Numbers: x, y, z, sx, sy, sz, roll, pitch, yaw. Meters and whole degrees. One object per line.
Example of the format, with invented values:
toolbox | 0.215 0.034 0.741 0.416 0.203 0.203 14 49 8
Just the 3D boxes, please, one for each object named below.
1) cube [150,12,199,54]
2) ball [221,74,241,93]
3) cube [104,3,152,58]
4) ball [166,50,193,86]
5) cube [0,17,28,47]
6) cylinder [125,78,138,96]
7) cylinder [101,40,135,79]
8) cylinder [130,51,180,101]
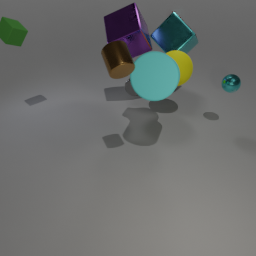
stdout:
cube | 2.075 -3.926 12.362 1.400 1.400 1.400 51 17 11
ball | 3.895 -1.683 10.582 0.700 0.700 0.700 0 32 0
cube | 0.009 -3.788 11.231 1.400 1.400 1.400 -17 65 18
ball | 1.883 -2.377 11.204 1.400 1.400 1.400 0 32 0
cube | -4.265 -3.523 10.283 0.700 0.700 0.700 45 25 17
cylinder | 0.310 -1.718 11.019 0.700 0.700 0.700 11 38 18
cylinder | -0.251 -1.723 7.109 0.700 0.700 0.700 -14 72 -21
cylinder | 0.871 -1.594 8.602 1.400 1.400 1.400 7 13 11
